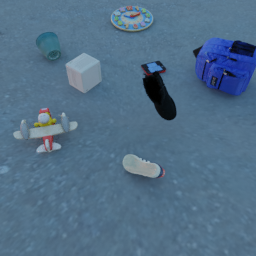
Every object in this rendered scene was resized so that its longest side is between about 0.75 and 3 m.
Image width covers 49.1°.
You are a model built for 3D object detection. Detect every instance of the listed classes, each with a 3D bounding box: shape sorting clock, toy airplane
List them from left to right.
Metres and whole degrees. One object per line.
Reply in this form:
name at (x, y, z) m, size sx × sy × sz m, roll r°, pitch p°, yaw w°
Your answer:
toy airplane at (-2.815, 0.022, 9.575) m, size 1.636 × 1.159 × 1.643 m, roll 26°, pitch 54°, yaw 19°
shape sorting clock at (0.219, -5.962, 15.141) m, size 2.284 × 0.448 × 2.284 m, roll 0°, pitch 50°, yaw 0°

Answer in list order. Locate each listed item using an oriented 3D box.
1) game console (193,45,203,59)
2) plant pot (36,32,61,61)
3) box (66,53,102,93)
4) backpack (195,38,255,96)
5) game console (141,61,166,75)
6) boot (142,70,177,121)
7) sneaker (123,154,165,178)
game console at (3.629, -3.454, 13.243) m, size 0.795 × 0.526 × 0.904 m, roll 15°, pitch 44°, yaw -27°
plant pot at (-3.574, -3.684, 12.893) m, size 1.046 × 1.046 × 0.983 m, roll -21°, pitch 67°, yaw -17°
box at (-1.806, -2.273, 11.569) m, size 0.938 × 1.090 × 1.096 m, roll 33°, pitch 57°, yaw 25°
backpack at (3.871, -2.530, 11.302) m, size 2.286 × 1.857 × 1.918 m, roll 25°, pitch 57°, yaw 19°
game console at (1.154, -2.704, 12.566) m, size 0.945 × 0.147 × 0.836 m, roll -16°, pitch 52°, yaw -14°
boot at (1.036, -0.980, 9.001) m, size 0.685 × 1.851 × 1.516 m, roll -21°, pitch 9°, yaw 13°
sneaker at (0.505, 1.266, 8.929) m, size 1.526 × 0.645 × 0.572 m, roll 18°, pitch 87°, yaw 43°
